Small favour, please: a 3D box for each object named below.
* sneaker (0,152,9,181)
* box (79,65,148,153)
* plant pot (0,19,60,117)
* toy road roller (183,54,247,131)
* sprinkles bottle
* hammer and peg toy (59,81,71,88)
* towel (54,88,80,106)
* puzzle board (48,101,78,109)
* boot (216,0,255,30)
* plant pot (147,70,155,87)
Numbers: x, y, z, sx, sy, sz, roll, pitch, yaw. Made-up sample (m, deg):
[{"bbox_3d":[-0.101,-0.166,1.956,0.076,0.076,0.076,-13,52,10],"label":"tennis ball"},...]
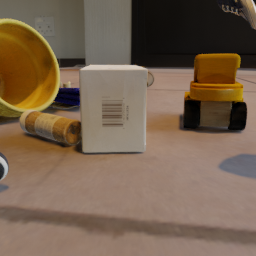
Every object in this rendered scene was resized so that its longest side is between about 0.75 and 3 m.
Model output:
[{"bbox_3d":[-2.681,0.819,3.646,2.112,0.757,0.874,-7,38,-19],"label":"sneaker"},{"bbox_3d":[-0.347,-0.633,6.771,1.335,1.703,2.738,-1,15,-3],"label":"box"},{"bbox_3d":[-4.260,-1.707,9.282,2.739,2.912,2.912,-9,7,35],"label":"plant pot"},{"bbox_3d":[2.478,-1.116,8.063,1.664,1.977,2.708,3,15,12],"label":"toy road roller"},{"bbox_3d":[-1.855,-0.037,6.679,1.760,0.600,0.600,12,19,37],"label":"sprinkles bottle"},{"bbox_3d":[-3.608,-1.818,13.318,2.037,0.718,1.499,2,13,6],"label":"hammer and peg toy"},{"bbox_3d":[-1.706,-1.254,11.054,1.989,0.667,2.694,5,9,31],"label":"towel"},{"bbox_3d":[-2.605,-0.941,11.053,1.713,0.149,1.291,8,17,28],"label":"puzzle board"},{"bbox_3d":[2.818,-3.153,7.255,0.742,1.643,0.598,-25,-12,33],"label":"boot"},{"bbox_3d":[1.023,-2.857,17.012,1.086,1.086,0.947,3,34,12],"label":"plant pot"}]
